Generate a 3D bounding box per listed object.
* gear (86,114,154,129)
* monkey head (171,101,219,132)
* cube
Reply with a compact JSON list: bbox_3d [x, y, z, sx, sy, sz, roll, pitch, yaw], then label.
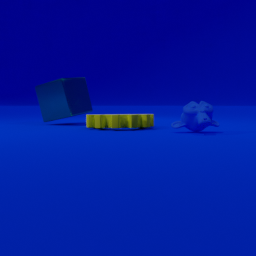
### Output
[{"bbox_3d":[-0.214,-0.198,7.477,1.779,0.329,1.779,0,3,0],"label":"gear"},{"bbox_3d":[1.543,-0.157,6.129,1.113,0.670,0.800,-2,39,-5],"label":"monkey head"},{"bbox_3d":[-1.972,-0.894,8.720,1.138,1.138,1.138,-9,6,29],"label":"cube"}]
